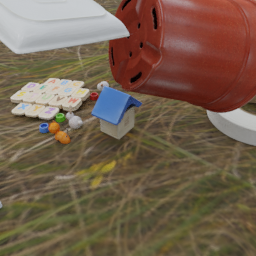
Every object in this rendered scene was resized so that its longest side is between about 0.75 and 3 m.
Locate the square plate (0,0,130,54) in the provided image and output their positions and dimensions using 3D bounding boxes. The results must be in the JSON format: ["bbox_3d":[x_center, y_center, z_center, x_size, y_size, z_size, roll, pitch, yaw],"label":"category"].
[{"bbox_3d":[-1.148,-1.658,3.713,1.836,0.261,1.819,41,42,21],"label":"square plate"}]

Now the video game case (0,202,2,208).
[{"bbox_3d":[-3.783,1.598,6.204,1.417,0.179,1.555,-28,46,-31],"label":"video game case"}]

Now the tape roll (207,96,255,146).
[{"bbox_3d":[3.986,-0.575,8.646,3.037,0.555,3.037,0,39,0],"label":"tape roll"}]

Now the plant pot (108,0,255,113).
[{"bbox_3d":[1.055,-1.561,5.528,2.396,2.464,2.464,0,34,-31],"label":"plant pot"}]

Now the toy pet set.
[{"bbox_3d":[-1.003,-0.651,8.118,2.329,1.325,2.495,24,44,27],"label":"toy pet set"}]

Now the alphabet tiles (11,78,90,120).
[{"bbox_3d":[-2.621,-1.092,9.449,2.494,0.182,2.439,9,37,18],"label":"alphabet tiles"}]
